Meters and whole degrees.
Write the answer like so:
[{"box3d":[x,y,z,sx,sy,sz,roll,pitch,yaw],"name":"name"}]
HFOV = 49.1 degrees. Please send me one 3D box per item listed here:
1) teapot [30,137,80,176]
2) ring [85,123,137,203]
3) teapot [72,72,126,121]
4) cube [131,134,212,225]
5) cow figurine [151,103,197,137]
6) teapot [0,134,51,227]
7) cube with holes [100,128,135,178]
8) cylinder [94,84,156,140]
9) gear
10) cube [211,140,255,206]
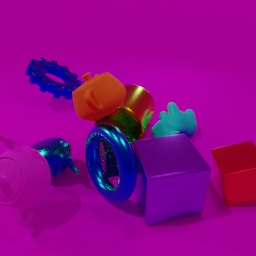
[{"box3d":[-1.725,0.714,6.391,1.683,0.824,1.046,2,24,39],"name":"teapot"},{"box3d":[-0.392,0.709,5.692,0.331,1.653,1.653,-12,34,-35],"name":"ring"},{"box3d":[-0.640,-0.728,5.748,1.120,0.882,1.801,-27,17,11],"name":"teapot"},{"box3d":[0.775,0.988,5.638,1.208,1.208,1.208,-7,33,-12],"name":"cube"},{"box3d":[1.291,0.018,7.516,1.451,0.797,1.428,15,46,-25],"name":"cow figurine"},{"box3d":[-2.118,0.878,5.238,1.188,1.911,0.935,-20,-9,17],"name":"teapot"},{"box3d":[-0.238,0.581,6.688,0.763,0.763,0.763,-9,34,-14],"name":"cube with holes"},{"box3d":[-0.048,-0.322,7.560,1.331,1.331,1.331,10,34,16],"name":"cylinder"},{"box3d":[-2.456,-1.681,9.440,1.860,0.344,1.860,26,30,-16],"name":"gear"},{"box3d":[2.326,0.934,5.849,0.880,0.880,0.880,-14,32,8],"name":"cube"}]
